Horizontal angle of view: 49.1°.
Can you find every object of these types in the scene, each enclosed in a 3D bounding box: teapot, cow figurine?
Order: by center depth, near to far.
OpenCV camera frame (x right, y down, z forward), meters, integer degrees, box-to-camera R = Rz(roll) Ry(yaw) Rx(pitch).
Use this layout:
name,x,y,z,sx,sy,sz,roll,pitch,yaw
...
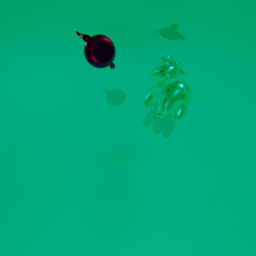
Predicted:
name,x,y,z,sx,sy,sz,roll,pitch,yaw
teapot,-0.669,-1.678,6.060,0.708,1.139,0.558,-52,29,-7
cow figurine,0.993,-0.992,6.500,1.551,0.865,1.576,-62,27,-2
